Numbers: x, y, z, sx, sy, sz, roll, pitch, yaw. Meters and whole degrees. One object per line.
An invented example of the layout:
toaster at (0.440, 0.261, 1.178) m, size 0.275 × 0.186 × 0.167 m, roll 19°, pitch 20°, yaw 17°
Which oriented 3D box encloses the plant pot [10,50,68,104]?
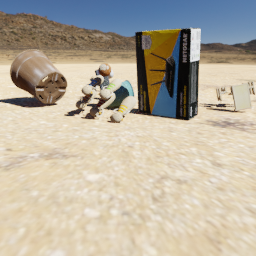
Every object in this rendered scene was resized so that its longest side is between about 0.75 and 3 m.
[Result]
plant pot at (-3.589, -2.034, 11.660) m, size 1.888 × 1.888 × 1.869 m, roll -15°, pitch 41°, yaw -43°

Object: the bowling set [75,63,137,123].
bowling set at (-0.978, -1.226, 9.334) m, size 2.287 × 1.592 × 1.228 m, roll 11°, pitch 45°, yaw 32°

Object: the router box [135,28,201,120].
router box at (1.327, -1.854, 9.594) m, size 2.137 × 2.865 × 0.732 m, roll 11°, pitch 22°, yaw 37°

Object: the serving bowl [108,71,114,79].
serving bowl at (-1.167, -2.954, 15.088) m, size 0.788 × 0.788 × 0.259 m, roll 10°, pitch 47°, yaw 32°

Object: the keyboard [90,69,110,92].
keyboard at (-1.226, -1.980, 12.853) m, size 0.920 × 1.448 × 0.149 m, roll -18°, pitch 1°, yaw -25°

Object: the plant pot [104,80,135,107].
plant pot at (-0.425, -1.345, 11.465) m, size 1.041 × 1.063 × 1.063 m, roll -15°, pitch 20°, yaw -22°

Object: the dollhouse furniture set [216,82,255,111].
dollhouse furniture set at (4.287, -1.224, 10.947) m, size 1.326 × 0.939 × 1.443 m, roll -10°, pitch 6°, yaw 9°
